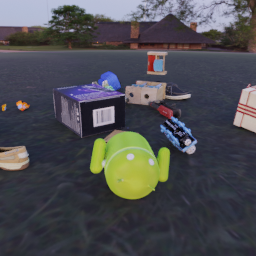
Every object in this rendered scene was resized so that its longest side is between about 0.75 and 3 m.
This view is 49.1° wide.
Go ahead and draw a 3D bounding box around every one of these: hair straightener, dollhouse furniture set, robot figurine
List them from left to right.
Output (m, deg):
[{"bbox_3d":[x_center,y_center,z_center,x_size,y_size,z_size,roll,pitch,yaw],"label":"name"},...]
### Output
[{"bbox_3d":[0.045,0.845,6.623,1.838,1.212,2.095,11,17,-11],"label":"robot figurine"},{"bbox_3d":[0.942,-2.601,14.402,1.712,2.444,1.722,8,21,21],"label":"dollhouse furniture set"},{"bbox_3d":[1.703,-0.894,12.780,0.910,0.484,2.364,-9,17,-23],"label":"hair straightener"}]

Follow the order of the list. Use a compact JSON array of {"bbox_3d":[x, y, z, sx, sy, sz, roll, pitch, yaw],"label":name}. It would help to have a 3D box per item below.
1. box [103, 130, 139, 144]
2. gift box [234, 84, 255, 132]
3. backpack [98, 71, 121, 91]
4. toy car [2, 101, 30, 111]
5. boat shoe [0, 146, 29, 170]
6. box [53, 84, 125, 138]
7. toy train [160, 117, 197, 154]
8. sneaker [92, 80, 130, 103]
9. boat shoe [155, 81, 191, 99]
[{"bbox_3d":[-0.243,0.355,9.607,0.945,0.123,1.156,8,21,19],"label":"box"},{"bbox_3d":[5.047,-0.677,10.485,1.744,1.610,1.629,-13,31,-40],"label":"gift box"},{"bbox_3d":[-1.075,-2.656,16.733,1.103,1.068,1.314,-37,32,-14],"label":"backpack"},{"bbox_3d":[-5.239,-0.907,13.082,1.186,0.582,0.395,-13,62,11],"label":"toy car"},{"bbox_3d":[-3.721,0.710,7.679,1.970,0.750,0.706,-1,20,-4],"label":"boat shoe"},{"bbox_3d":[-1.564,-0.797,10.981,1.929,1.360,2.607,-14,25,-33],"label":"box"},{"bbox_3d":[1.602,0.248,8.771,0.662,0.872,1.527,-38,32,0],"label":"toy train"},{"bbox_3d":[-1.045,-1.758,13.968,2.600,1.152,1.000,15,24,35],"label":"sneaker"},{"bbox_3d":[2.345,-2.102,15.491,0.958,0.799,2.567,-13,25,-37],"label":"boat shoe"}]
